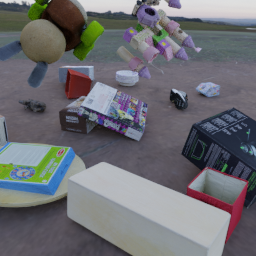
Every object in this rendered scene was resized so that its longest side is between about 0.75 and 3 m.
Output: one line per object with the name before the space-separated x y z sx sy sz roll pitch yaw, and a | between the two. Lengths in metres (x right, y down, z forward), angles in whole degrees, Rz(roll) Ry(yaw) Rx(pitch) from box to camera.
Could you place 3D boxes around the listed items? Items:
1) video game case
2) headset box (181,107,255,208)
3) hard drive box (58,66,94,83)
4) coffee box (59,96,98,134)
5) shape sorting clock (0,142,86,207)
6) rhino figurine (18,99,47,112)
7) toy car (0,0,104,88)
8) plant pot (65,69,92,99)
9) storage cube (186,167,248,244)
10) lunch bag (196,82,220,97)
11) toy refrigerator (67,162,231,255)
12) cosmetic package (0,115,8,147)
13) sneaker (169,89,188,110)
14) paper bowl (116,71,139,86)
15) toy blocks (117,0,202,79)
video game case | -0.416 -0.686 9.967 2.204 0.435 2.431 23 28 -5
headset box | 2.813 0.627 6.877 1.898 1.011 2.180 -20 47 -37
hard drive box | -2.768 -2.950 15.271 1.600 0.789 2.054 0 13 -1
coffee box | -1.601 -0.533 10.346 1.052 0.733 1.840 7 25 15
shape sorting clock | -2.512 1.064 6.983 2.900 0.569 2.900 3 20 -1
rhino figurine | -4.008 -0.971 11.650 1.549 0.463 0.677 16 15 35
toy car | -2.604 -2.659 8.806 2.844 2.337 2.244 -56 13 -21
plant pot | -2.371 -2.074 13.419 1.049 1.189 1.191 4 22 -22
storage cube | 1.727 1.502 5.573 0.901 0.948 1.055 18 31 34
lunch bag | 3.861 -1.873 13.556 0.897 0.571 0.761 -14 28 -18
toy refrigerator | 0.246 1.663 5.217 2.860 1.000 1.086 17 22 32
cosmetic package | -4.772 -0.038 8.920 1.996 1.032 0.871 19 29 33
sneaker | 2.330 -1.287 12.174 0.702 0.654 1.771 2 24 -6
paper bowl | -0.046 -2.677 15.200 1.236 0.643 1.236 2 25 -1
toy blocks | 1.172 -2.811 8.931 1.955 2.322 2.170 45 59 7
